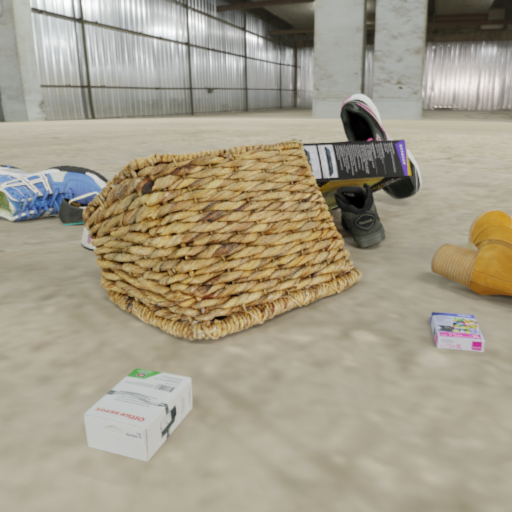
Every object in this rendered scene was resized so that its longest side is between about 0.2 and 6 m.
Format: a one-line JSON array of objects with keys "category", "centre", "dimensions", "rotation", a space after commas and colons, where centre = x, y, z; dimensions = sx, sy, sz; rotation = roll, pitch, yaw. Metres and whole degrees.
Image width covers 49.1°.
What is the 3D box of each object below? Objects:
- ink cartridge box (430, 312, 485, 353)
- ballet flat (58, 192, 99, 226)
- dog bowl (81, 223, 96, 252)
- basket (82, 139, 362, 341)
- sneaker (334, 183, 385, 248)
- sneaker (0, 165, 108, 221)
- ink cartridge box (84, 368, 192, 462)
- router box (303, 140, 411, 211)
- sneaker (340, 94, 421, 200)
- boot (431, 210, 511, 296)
[{"category": "ink cartridge box", "centre": [2.662, 0.975, 7.484], "dimensions": [0.576, 0.203, 0.966], "rotation": [4, 16, 10]}, {"category": "ballet flat", "centre": [-3.535, -1.123, 13.157], "dimensions": [2.170, 0.742, 0.738], "rotation": [-3, 16, -12]}, {"category": "dog bowl", "centre": [-2.790, -0.592, 11.683], "dimensions": [1.705, 0.629, 1.705], "rotation": [1, 17, 0]}, {"category": "basket", "centre": [-0.625, -0.042, 9.109], "dimensions": [3.640, 2.711, 2.598], "rotation": [-18, -8, -43]}, {"category": "sneaker", "centre": [2.157, -1.026, 11.947], "dimensions": [0.832, 1.247, 2.177], "rotation": [-17, 14, 8]}, {"category": "sneaker", "centre": [-5.219, -1.355, 13.522], "dimensions": [3.527, 1.335, 1.358], "rotation": [-1, 37, 1]}, {"category": "ink cartridge box", "centre": [-1.120, 1.512, 5.445], "dimensions": [0.679, 0.385, 0.926], "rotation": [6, 19, 20]}, {"category": "router box", "centre": [1.459, -1.680, 12.704], "dimensions": [2.558, 0.850, 3.254], "rotation": [-7, -6, -21]}, {"category": "sneaker", "centre": [3.080, -2.727, 14.672], "dimensions": [1.252, 3.116, 1.345], "rotation": [-38, 2, 30]}, {"category": "boot", "centre": [4.404, 0.085, 9.297], "dimensions": [2.008, 0.987, 2.804], "rotation": [22, 31, 37]}]
